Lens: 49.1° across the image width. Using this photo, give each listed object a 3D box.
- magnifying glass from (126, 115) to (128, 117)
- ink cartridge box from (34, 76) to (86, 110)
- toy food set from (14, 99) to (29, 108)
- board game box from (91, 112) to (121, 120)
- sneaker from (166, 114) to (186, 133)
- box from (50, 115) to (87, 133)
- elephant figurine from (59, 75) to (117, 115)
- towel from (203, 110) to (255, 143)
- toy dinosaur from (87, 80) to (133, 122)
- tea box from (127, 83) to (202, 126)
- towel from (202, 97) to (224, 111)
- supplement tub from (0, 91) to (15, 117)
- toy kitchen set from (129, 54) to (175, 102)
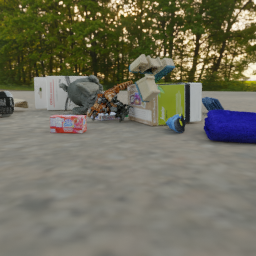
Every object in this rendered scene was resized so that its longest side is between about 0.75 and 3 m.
[{"bbox_3d":[-0.343,-0.463,10.401,0.780,0.087,0.310,-1,9,3],"label":"magnifying glass"},{"bbox_3d":[-2.925,-1.600,12.868,2.656,1.541,0.901,-3,9,-14],"label":"ink cartridge box"},{"bbox_3d":[-5.390,-0.872,11.714,1.532,0.645,2.135,9,14,7],"label":"toy food set"},{"bbox_3d":[-0.745,-0.416,9.780,0.857,0.177,0.859,-6,11,-32],"label":"board game box"},{"bbox_3d":[1.205,-0.077,7.266,0.466,0.392,1.188,-20,7,18],"label":"sneaker"},{"bbox_3d":[-1.492,-0.103,7.034,0.844,0.421,0.403,1,9,8],"label":"box"},{"bbox_3d":[-1.504,-1.196,11.047,1.795,1.637,2.314,-30,27,-1],"label":"elephant figurine"},{"bbox_3d":[2.947,-0.067,6.266,2.359,0.585,1.742,2,8,10],"label":"towel"},{"bbox_3d":[-0.491,-0.810,8.810,1.691,1.148,0.864,-37,20,20],"label":"toy dinosaur"},{"bbox_3d":[1.105,-0.831,8.976,1.777,1.207,1.807,-5,10,-22],"label":"tea box"},{"bbox_3d":[3.368,-0.872,11.202,0.322,0.740,1.325,-36,10,2],"label":"towel"},{"bbox_3d":[-4.931,-0.823,9.896,1.548,0.948,0.948,-7,11,-42],"label":"supplement tub"},{"bbox_3d":[0.707,-1.282,7.968,1.517,1.215,0.893,-6,-20,-44],"label":"toy kitchen set"}]
